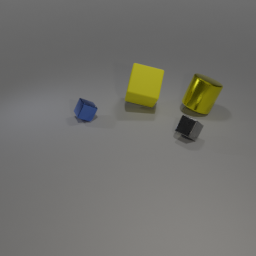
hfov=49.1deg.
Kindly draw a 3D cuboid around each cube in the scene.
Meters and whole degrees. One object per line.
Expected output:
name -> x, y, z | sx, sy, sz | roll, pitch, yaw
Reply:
cube -> 0.720, -1.917, 12.806 | 1.400, 1.400, 1.400 | 13, -12, -3
cube -> 2.380, 0.007, 10.881 | 0.700, 0.700, 0.700 | 28, 2, 38
cube -> -1.859, -0.794, 12.267 | 0.700, 0.700, 0.700 | 17, 19, -33

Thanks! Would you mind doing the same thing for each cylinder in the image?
cylinder -> 3.361, -1.562, 12.732 | 1.400, 1.400, 1.400 | 18, 25, -9
